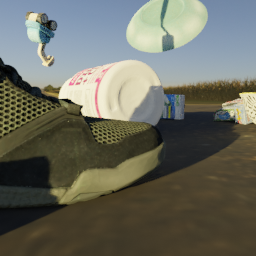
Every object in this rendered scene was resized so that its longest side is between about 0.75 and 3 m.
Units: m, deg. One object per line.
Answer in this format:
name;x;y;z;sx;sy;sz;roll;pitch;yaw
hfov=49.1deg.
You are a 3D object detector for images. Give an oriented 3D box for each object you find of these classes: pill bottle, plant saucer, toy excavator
pill bottle;-0.601;-0.714;7.007;1.638;1.638;2.889;-4;6;-33
plant saucer;0.961;-2.980;7.534;2.259;2.259;0.435;3;-31;24
toy excavator;-3.187;-3.234;10.327;0.793;1.588;1.544;19;0;27

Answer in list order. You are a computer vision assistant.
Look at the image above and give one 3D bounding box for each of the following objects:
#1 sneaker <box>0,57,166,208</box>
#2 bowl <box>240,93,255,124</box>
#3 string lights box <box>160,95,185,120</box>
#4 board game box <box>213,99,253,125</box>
sneaker;-0.963;-0.229;2.410;2.904;1.664;1.110;1;7;-18
bowl;3.678;-0.335;6.614;2.011;0.944;2.011;2;7;0
string lights box;1.351;-0.902;11.865;1.974;1.015;0.582;3;7;27
board game box;4.193;-0.685;10.033;2.080;0.642;2.082;-19;12;-37
